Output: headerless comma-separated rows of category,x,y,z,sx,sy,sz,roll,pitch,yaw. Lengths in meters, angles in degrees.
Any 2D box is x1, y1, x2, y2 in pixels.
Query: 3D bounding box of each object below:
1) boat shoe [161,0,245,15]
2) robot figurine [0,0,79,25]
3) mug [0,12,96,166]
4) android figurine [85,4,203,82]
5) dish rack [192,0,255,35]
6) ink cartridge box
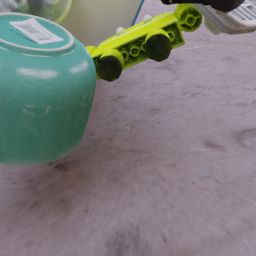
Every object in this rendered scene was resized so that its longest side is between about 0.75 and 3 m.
boat shoe,1.137,-1.738,2.422,0.874,1.071,2.898,32,48,23
robot figurine,-2.044,-2.660,5.647,2.389,1.591,2.817,-12,16,-21
mug,-1.682,-0.727,3.982,2.457,1.519,2.019,9,37,-18
android figurine,0.168,-1.717,5.496,2.516,0.568,2.764,-19,26,16
dish rack,1.416,-2.381,4.962,1.836,0.466,2.140,-25,72,-46
ink cartridge box,-1.148,-3.762,8.070,2.022,2.032,2.769,1,49,-28
